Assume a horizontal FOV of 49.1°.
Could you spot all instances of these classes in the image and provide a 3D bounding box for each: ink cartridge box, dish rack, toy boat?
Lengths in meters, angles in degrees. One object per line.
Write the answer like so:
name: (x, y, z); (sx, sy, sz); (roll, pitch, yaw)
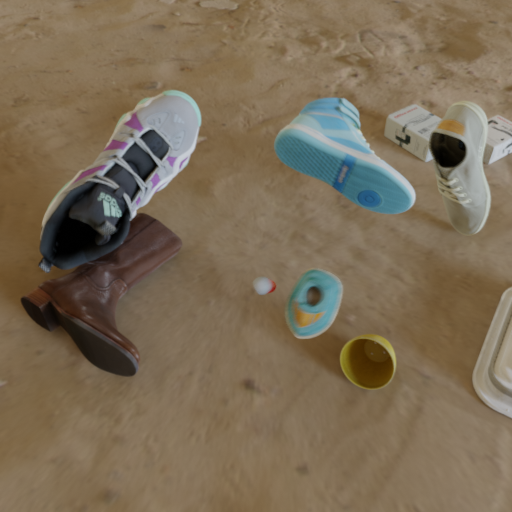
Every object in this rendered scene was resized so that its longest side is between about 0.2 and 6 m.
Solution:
ink cartridge box: (5.326, -2.631, 12.597); (1.162, 0.481, 0.853); (-28, 51, -23)
dish rack: (5.163, 1.632, 8.365); (3.199, 0.696, 2.745); (24, 50, 20)
toy boat: (0.420, 0.457, 6.012); (0.929, 0.432, 0.781); (20, 91, 19)
ink cartridge box: (3.724, -2.810, 12.725); (0.972, 0.551, 1.326); (-27, 52, -24)

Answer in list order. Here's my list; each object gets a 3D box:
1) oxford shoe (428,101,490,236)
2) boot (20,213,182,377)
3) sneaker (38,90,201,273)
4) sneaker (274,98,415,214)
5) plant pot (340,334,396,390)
oxford shoe: (3.519, -1.373, 9.848); (0.793, 2.747, 1.033); (-41, 46, -20)
boot: (-2.012, 0.432, 9.360); (2.673, 0.921, 2.868); (26, 47, 28)
sneaker: (-2.162, -1.047, 8.993); (3.581, 1.392, 2.505); (-47, 22, 11)
sneaker: (1.748, -1.895, 9.769); (2.560, 1.018, 1.671); (30, 53, -1)
plant pot: (1.757, 1.514, 8.472); (0.826, 0.826, 0.587); (23, 24, 21)
